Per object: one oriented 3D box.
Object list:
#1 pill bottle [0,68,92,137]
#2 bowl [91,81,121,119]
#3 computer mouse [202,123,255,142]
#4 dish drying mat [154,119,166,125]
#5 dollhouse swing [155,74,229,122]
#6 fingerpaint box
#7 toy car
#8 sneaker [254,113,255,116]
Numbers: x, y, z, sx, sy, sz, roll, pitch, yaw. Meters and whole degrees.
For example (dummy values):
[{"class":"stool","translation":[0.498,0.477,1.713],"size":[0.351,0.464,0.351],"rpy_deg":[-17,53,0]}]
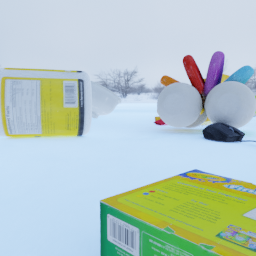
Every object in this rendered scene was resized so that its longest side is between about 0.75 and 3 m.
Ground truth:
[{"class":"pill bottle","translation":[-2.421,-0.617,6.842],"size":[2.950,1.653,1.653],"rpy_deg":[0,6,-14]},{"class":"bowl","translation":[-1.719,-1.206,12.570],"size":[2.636,1.185,2.636],"rpy_deg":[22,-9,4]},{"class":"computer mouse","translation":[2.402,0.140,5.867],"size":[0.655,0.380,2.233],"rpy_deg":[-2,7,-28]},{"class":"dish drying mat","translation":[1.515,-0.358,10.067],"size":[1.174,0.107,0.451],"rpy_deg":[-24,22,-24]},{"class":"dollhouse swing","translation":[2.496,-1.148,10.995],"size":[2.166,2.239,2.463],"rpy_deg":[16,14,29]},{"class":"fingerpaint box","translation":[0.560,0.595,1.451],"size":[0.940,0.413,1.127],"rpy_deg":[-7,10,-44]},{"class":"toy car","translation":[2.220,-1.042,7.811],"size":[2.850,2.137,2.494],"rpy_deg":[2,0,21]},{"class":"sneaker","translation":[5.923,-0.941,14.270],"size":[1.515,0.708,0.533],"rpy_deg":[2,6,23]}]
